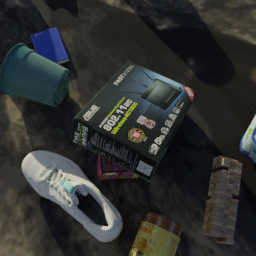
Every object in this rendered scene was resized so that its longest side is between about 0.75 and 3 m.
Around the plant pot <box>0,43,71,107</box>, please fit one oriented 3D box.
[{"bbox_3d":[-2.402,-1.317,7.525,1.423,1.453,1.453,21,68,1],"label":"plant pot"}]

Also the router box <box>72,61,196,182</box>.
[{"bbox_3d":[0.243,-0.331,6.876,2.045,0.848,2.729,26,49,11],"label":"router box"}]

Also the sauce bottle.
[{"bbox_3d":[0.260,3.202,5.706,0.937,0.937,2.839,22,66,9],"label":"sauce bottle"}]

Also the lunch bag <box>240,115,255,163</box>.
[{"bbox_3d":[4.286,0.371,6.907,2.479,1.022,1.992,31,71,13],"label":"lunch bag"}]

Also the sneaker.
[{"bbox_3d":[-1.309,1.353,6.329,2.930,1.296,1.102,34,72,14],"label":"sneaker"}]

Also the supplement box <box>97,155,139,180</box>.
[{"bbox_3d":[-0.208,0.907,6.790,1.023,0.670,0.528,-1,66,-13],"label":"supplement box"}]

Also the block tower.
[{"bbox_3d":[2.198,1.626,6.518,0.560,0.523,1.936,18,68,-8],"label":"block tower"}]

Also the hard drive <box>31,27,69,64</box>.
[{"bbox_3d":[-2.417,-2.477,8.632,0.855,0.164,1.297,-20,68,-9],"label":"hard drive"}]
